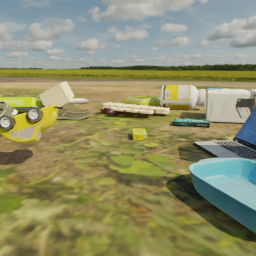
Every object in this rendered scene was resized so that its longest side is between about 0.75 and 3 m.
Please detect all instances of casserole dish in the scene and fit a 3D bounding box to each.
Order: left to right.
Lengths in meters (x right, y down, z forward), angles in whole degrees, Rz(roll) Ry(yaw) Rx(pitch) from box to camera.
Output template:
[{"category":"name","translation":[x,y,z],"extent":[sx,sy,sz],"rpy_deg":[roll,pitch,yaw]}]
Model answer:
[{"category":"casserole dish","translation":[1.806,0.928,3.919],"extent":[1.355,0.434,2.237],"rpy_deg":[-4,13,-21]}]

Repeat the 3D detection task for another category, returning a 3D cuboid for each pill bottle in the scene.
[{"category":"pill bottle","translation":[2.692,-1.495,13.744],"extent":[2.101,1.177,1.177],"rpy_deg":[4,12,14]}]

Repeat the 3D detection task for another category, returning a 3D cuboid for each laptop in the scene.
[{"category":"laptop","translation":[2.739,0.061,6.582],"extent":[1.805,1.046,1.690],"rpy_deg":[-2,11,-11]}]

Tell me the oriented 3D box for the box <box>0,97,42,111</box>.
[{"category":"box","translation":[-4.839,-1.039,12.550],"extent":[2.102,0.501,1.281],"rpy_deg":[0,-5,2]}]

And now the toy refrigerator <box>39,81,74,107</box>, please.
[{"category":"toy refrigerator","translation":[-3.321,-1.516,13.435],"extent":[1.080,0.995,2.844],"rpy_deg":[-28,14,-1]}]

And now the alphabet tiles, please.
[{"category":"alphabet tiles","translation":[0.374,-0.903,12.506],"extent":[2.921,0.213,2.857],"rpy_deg":[6,8,11]}]

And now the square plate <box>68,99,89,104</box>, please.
[{"category":"square plate","translation":[-3.102,-1.569,16.488],"extent":[1.424,0.204,1.438],"rpy_deg":[-4,12,-20]}]

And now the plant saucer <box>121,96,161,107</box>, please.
[{"category":"plant saucer","translation":[0.885,-1.442,15.190],"extent":[2.000,0.479,1.998],"rpy_deg":[-8,14,-33]}]

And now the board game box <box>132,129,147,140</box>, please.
[{"category":"board game box","translation":[0.327,0.179,8.119],"extent":[0.384,0.180,0.756],"rpy_deg":[0,12,-1]}]

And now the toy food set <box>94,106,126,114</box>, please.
[{"category":"toy food set","translation":[-0.674,-0.780,12.685],"extent":[1.589,0.250,1.010],"rpy_deg":[0,10,-34]}]

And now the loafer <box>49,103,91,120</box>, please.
[{"category":"loafer","translation":[-2.352,-0.656,11.036],"extent":[1.797,0.626,0.676],"rpy_deg":[-2,12,-8]}]

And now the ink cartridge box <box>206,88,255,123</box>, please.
[{"category":"ink cartridge box","translation":[4.447,-0.889,10.825],"extent":[2.745,1.149,1.991],"rpy_deg":[3,12,15]}]

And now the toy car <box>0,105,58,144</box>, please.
[{"category":"toy car","translation":[-3.027,0.328,5.166],"extent":[2.945,0.657,2.771],"rpy_deg":[-13,7,27]}]

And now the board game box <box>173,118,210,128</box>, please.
[{"category":"board game box","translation":[2.257,-0.197,9.950],"extent":[1.236,0.174,0.836],"rpy_deg":[3,12,14]}]

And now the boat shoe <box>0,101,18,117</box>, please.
[{"category":"boat shoe","translation":[-3.914,-0.377,8.609],"extent":[0.788,0.659,2.206],"rpy_deg":[-47,21,-4]}]
